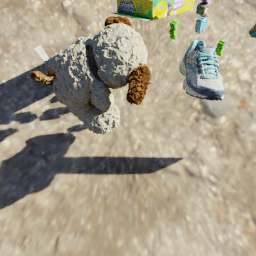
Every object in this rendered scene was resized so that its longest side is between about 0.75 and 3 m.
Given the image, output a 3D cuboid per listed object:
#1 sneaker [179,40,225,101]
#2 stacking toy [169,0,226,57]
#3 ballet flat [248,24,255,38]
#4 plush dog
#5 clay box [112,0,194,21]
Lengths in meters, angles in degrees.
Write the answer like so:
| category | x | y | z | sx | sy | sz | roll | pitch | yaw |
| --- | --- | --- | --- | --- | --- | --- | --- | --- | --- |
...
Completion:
| category | x | y | z | sx | sy | sz | roll | pitch | yaw |
| --- | --- | --- | --- | --- | --- | --- | --- | --- | --- |
| sneaker | 1.397 | -1.155 | 5.345 | 0.682 | 0.758 | 1.757 | 4 | 36 | -10 |
| stacking toy | 1.626 | -2.525 | 5.950 | 1.373 | 1.822 | 0.428 | 32 | 56 | 25 |
| ballet flat | 3.160 | -2.014 | 4.947 | 1.882 | 0.638 | 0.709 | 10 | 99 | 39 |
| plush dog | -0.460 | -1.006 | 4.488 | 1.634 | 1.527 | 1.903 | -24 | 73 | 23 |
| clay box | 0.590 | -2.932 | 6.578 | 1.085 | 0.450 | 1.889 | 27 | 41 | 34 |
